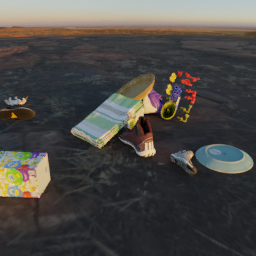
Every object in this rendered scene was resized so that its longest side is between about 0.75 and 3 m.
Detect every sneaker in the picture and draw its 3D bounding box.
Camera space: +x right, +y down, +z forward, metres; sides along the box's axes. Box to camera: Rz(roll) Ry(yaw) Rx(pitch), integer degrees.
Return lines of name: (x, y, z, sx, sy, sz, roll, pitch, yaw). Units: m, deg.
sneaker: (1.002, -1.397, 13.247, 1.242, 1.200, 2.977, 12, 31, -11)
sneaker: (0.304, 0.051, 9.411, 0.764, 1.166, 2.018, -13, 27, -27)
sneaker: (1.786, 0.914, 8.234, 0.620, 0.403, 1.074, -29, 32, -18)
sneaker: (-4.705, -0.716, 11.962, 1.525, 0.533, 0.686, -3, 27, -2)

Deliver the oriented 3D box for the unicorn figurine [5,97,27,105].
unicorn figurine: (-5.416, -1.305, 13.625, 1.001, 0.370, 0.687, -30, 45, -25)

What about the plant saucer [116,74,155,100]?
plant saucer: (0.311, -1.583, 12.190, 2.111, 0.374, 2.111, -27, 27, 15)

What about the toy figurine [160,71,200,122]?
toy figurine: (2.232, -1.117, 12.541, 1.283, 1.457, 2.432, 16, 69, 7)

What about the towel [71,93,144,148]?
towel: (-0.783, -0.414, 10.280, 1.781, 0.366, 2.388, 23, 59, 41)

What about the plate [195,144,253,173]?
plate: (3.001, 0.858, 8.761, 1.732, 0.221, 1.732, 0, 25, 0)

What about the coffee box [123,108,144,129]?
coffee box: (0.068, -0.451, 11.015, 0.794, 0.803, 0.802, -17, 30, -34)

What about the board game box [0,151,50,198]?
board game box: (-2.991, 1.173, 7.215, 1.669, 0.875, 0.860, 1, 24, 4)
